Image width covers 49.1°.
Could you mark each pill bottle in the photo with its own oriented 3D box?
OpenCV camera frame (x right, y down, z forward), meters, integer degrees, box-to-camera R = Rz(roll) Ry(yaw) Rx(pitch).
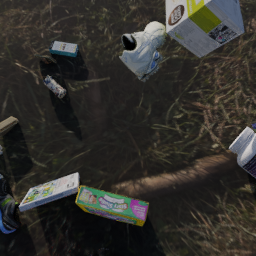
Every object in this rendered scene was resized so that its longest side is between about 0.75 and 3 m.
[{"bbox_3d":[4.963,1.190,9.746,2.704,1.520,1.520,41,72,16],"label":"pill bottle"}]

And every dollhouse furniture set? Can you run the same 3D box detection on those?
[{"bbox_3d":[-4.689,0.251,10.570,1.447,1.147,1.027,-36,86,-18],"label":"dollhouse furniture set"}]

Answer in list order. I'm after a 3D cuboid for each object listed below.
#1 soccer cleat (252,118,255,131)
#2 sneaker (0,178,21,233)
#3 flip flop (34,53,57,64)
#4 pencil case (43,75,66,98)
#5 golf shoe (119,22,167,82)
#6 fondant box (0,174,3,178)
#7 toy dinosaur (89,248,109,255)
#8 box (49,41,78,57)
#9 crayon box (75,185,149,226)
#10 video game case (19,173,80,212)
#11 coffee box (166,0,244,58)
[{"bbox_3d":[5.770,-0.297,11.021,1.961,0.634,0.820,-22,89,-12],"label":"soccer cleat"},{"bbox_3d":[-4.112,2.618,9.630,0.772,0.661,1.864,-18,73,-12],"label":"sneaker"},{"bbox_3d":[-3.632,-2.998,12.294,1.102,0.447,0.317,17,83,9],"label":"flip flop"},{"bbox_3d":[-3.028,-1.697,11.642,1.088,0.487,0.423,42,71,16],"label":"pencil case"},{"bbox_3d":[0.486,-2.909,9.344,1.362,1.097,2.802,30,46,-20],"label":"golf shoe"},{"bbox_3d":[-6.262,1.630,9.946,2.804,0.817,2.023,33,70,15],"label":"fondant box"},{"bbox_3d":[-0.882,4.458,8.671,2.142,0.824,1.095,-23,61,-13],"label":"toy dinosaur"},{"bbox_3d":[-2.890,-3.556,12.586,1.206,0.296,0.496,10,66,5],"label":"box"},{"bbox_3d":[-0.455,2.529,8.976,2.115,1.825,0.616,13,66,6],"label":"crayon box"},{"bbox_3d":[-2.482,2.046,9.228,1.785,1.958,0.215,-18,97,-8],"label":"video game case"},{"bbox_3d":[2.440,-3.758,9.173,1.773,1.753,1.770,22,58,-34],"label":"coffee box"}]
